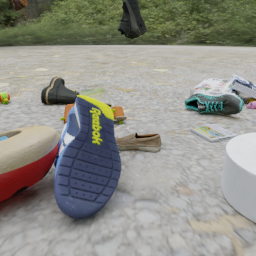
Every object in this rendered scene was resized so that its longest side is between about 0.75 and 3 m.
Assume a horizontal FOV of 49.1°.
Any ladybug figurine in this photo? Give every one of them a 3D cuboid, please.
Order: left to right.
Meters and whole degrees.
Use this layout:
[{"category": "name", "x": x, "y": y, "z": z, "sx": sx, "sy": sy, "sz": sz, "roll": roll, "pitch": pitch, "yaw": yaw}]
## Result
[{"category": "ladybug figurine", "x": -2.277, "y": 0.682, "z": 4.609, "sx": 2.621, "sy": 0.943, "sz": 1.779, "roll": -21, "pitch": 14, "yaw": -32}]

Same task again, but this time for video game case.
[{"category": "video game case", "x": 2.337, "y": 0.132, "z": 7.712, "sx": 0.850, "sy": 0.107, "sz": 0.934, "roll": -8, "pitch": 22, "yaw": -22}]

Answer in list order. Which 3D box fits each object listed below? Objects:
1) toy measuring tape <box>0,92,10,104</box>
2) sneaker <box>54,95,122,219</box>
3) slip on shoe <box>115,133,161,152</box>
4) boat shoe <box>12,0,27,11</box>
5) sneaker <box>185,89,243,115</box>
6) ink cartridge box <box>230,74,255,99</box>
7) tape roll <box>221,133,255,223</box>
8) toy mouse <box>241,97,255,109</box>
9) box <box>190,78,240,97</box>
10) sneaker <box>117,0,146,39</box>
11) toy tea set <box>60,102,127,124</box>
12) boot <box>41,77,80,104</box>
[{"category": "toy measuring tape", "x": -4.955, "y": -1.241, "z": 11.031, "sx": 0.459, "sy": 0.459, "sz": 1.248, "roll": -14, "pitch": 24, "yaw": -34}, {"category": "sneaker", "x": -0.848, "y": 0.571, "z": 5.320, "sx": 1.072, "sy": 1.192, "sz": 2.899, "roll": 25, "pitch": 32, "yaw": -18}, {"category": "slip on shoe", "x": 0.142, "y": 0.298, "z": 6.800, "sx": 1.333, "sy": 0.404, "sz": 0.507, "roll": 5, "pitch": 21, "yaw": 15}, {"category": "boat shoe", "x": -3.343, "y": -4.006, "z": 8.166, "sx": 0.408, "sy": 1.160, "sz": 0.408, "roll": -23, "pitch": -7, "yaw": 19}, {"category": "sneaker", "x": 2.786, "y": -0.750, "z": 9.415, "sx": 0.952, "sy": 0.809, "sz": 2.086, "roll": -25, "pitch": 23, "yaw": -31}, {"category": "ink cartridge box", "x": 4.804, "y": -1.551, "z": 11.032, "sx": 1.508, "sy": 0.327, "sz": 1.494, "roll": 27, "pitch": 28, "yaw": 4}, {"category": "tape roll", "x": 2.790, "y": 0.829, "z": 4.729, "sx": 2.310, "sy": 0.808, "sz": 2.310, "roll": 0, "pitch": 20, "yaw": 0}, {"category": "toy mouse", "x": 4.448, "y": -0.932, "z": 10.420, "sx": 1.175, "sy": 0.256, "sz": 1.322, "roll": -10, "pitch": 22, "yaw": -26}, {"category": "box", "x": 3.777, "y": -1.566, "z": 11.781, "sx": 1.628, "sy": 0.513, "sz": 2.957, "roll": 10, "pitch": 22, "yaw": 25}, {"category": "sneaker", "x": -0.026, "y": -2.568, "z": 6.396, "sx": 0.649, "sy": 1.133, "sz": 0.433, "roll": -16, "pitch": 3, "yaw": 45}, {"category": "toy tea set", "x": -1.021, "y": -0.273, "z": 8.345, "sx": 2.000, "sy": 0.740, "sz": 1.189, "roll": -4, "pitch": -9, "yaw": -3}, {"category": "boot", "x": -2.488, "y": -1.446, "z": 11.329, "sx": 1.412, "sy": 0.791, "sz": 2.041, "roll": 6, "pitch": 33, "yaw": 2}]
